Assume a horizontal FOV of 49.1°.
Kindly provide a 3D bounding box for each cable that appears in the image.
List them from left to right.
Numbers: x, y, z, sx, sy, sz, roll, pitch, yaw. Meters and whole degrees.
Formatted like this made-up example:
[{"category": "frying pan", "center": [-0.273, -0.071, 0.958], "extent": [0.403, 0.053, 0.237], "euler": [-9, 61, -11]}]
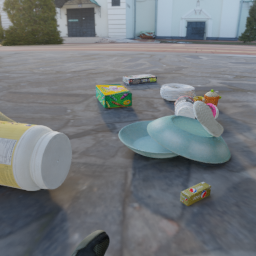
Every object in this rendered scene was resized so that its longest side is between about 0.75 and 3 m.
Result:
[{"category": "cable", "center": [2.569, -1.852, 14.407], "extent": [1.795, 0.622, 1.795], "euler": [4, 20, 14]}]

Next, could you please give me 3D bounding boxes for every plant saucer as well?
[{"category": "plant saucer", "center": [0.950, 0.412, 8.838], "extent": [2.517, 0.485, 2.517], "euler": [1, 22, 0]}, {"category": "plant saucer", "center": [1.934, 0.149, 8.629], "extent": [2.681, 0.516, 2.681], "euler": [14, 22, -6]}]

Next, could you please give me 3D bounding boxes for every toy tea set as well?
[{"category": "toy tea set", "center": [3.112, -1.251, 12.608], "extent": [1.393, 0.867, 2.343], "euler": [19, 28, 40]}]

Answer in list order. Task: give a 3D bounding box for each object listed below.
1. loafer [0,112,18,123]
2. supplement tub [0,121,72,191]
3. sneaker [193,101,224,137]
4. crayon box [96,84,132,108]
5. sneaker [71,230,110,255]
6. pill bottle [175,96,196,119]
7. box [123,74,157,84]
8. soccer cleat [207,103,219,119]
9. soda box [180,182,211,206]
[{"category": "loafer", "center": [-4.570, -0.129, 9.623], "extent": [2.729, 0.932, 1.033], "euler": [9, 23, 22]}, {"category": "supplement tub", "center": [-2.622, 0.650, 6.761], "extent": [2.137, 1.554, 1.554], "euler": [6, 22, 17]}, {"category": "sneaker", "center": [2.185, -0.258, 7.977], "extent": [0.481, 1.259, 0.507], "euler": [-39, 20, -1]}, {"category": "crayon box", "center": [-0.750, -1.631, 13.871], "extent": [1.326, 0.650, 2.233], "euler": [-6, 22, -16]}, {"category": "sneaker", "center": [-0.509, 2.241, 3.964], "extent": [0.982, 0.655, 1.714], "euler": [11, 26, 21]}, {"category": "pill bottle", "center": [2.291, -0.708, 11.148], "extent": [0.847, 0.847, 1.462], "euler": [3, 22, 8]}, {"category": "box", "center": [0.774, -3.216, 18.395], "extent": [1.978, 0.343, 1.088], "euler": [-9, 23, -22]}, {"category": "soccer cleat", "center": [3.287, -0.651, 11.089], "extent": [0.764, 0.618, 1.769], "euler": [7, 6, -10]}, {"category": "soda box", "center": [1.544, 1.493, 6.380], "extent": [0.766, 0.259, 0.245], "euler": [-14, 25, -32]}]
